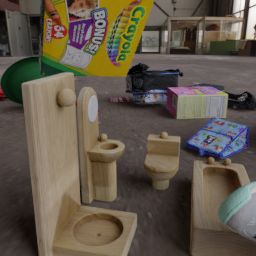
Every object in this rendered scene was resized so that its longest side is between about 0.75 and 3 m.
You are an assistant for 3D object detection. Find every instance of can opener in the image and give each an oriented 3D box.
[{"bbox_3d":[4.192,-1.083,11.111,0.688,0.853,2.170,-47,30,-11],"label":"can opener"}]

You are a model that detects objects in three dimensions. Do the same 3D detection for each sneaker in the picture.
[{"bbox_3d":[1.896,1.272,2.695,1.966,0.764,1.375,16,29,-23],"label":"sneaker"}]

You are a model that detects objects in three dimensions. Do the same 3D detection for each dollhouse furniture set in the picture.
[{"bbox_3d":[0.503,0.313,3.974,2.675,2.180,2.544,4,18,12],"label":"dollhouse furniture set"}]

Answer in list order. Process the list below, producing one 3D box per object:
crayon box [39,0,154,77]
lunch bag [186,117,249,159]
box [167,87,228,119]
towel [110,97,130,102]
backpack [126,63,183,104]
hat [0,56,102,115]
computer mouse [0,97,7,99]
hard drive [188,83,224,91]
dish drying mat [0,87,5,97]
[{"bbox_3d":[-0.911,-2.622,7.158,2.511,2.910,0.848,-3,55,-21],"label":"crayon box"},{"bbox_3d":[2.117,0.342,6.761,1.306,0.614,0.983,-28,31,-32],"label":"lunch bag"},{"bbox_3d":[2.412,-0.938,10.047,1.742,0.842,1.533,-1,18,-5],"label":"box"},{"bbox_3d":[-0.374,-1.246,12.242,0.837,0.095,0.603,-2,19,-6],"label":"towel"},{"bbox_3d":[0.859,-1.735,11.326,2.059,1.587,1.962,0,13,-32],"label":"backpack"},{"bbox_3d":[-2.980,-0.987,9.921,2.267,2.737,2.409,37,21,-54],"label":"hat"},{"bbox_3d":[-5.510,-1.287,12.235,1.109,0.189,0.325,1,12,-1],"label":"computer mouse"},{"bbox_3d":[3.814,-1.951,14.065,1.296,0.305,1.857,17,24,42],"label":"hard drive"},{"bbox_3d":[-5.876,-1.750,13.174,1.126,0.267,2.933,-1,13,-9],"label":"dish drying mat"}]
